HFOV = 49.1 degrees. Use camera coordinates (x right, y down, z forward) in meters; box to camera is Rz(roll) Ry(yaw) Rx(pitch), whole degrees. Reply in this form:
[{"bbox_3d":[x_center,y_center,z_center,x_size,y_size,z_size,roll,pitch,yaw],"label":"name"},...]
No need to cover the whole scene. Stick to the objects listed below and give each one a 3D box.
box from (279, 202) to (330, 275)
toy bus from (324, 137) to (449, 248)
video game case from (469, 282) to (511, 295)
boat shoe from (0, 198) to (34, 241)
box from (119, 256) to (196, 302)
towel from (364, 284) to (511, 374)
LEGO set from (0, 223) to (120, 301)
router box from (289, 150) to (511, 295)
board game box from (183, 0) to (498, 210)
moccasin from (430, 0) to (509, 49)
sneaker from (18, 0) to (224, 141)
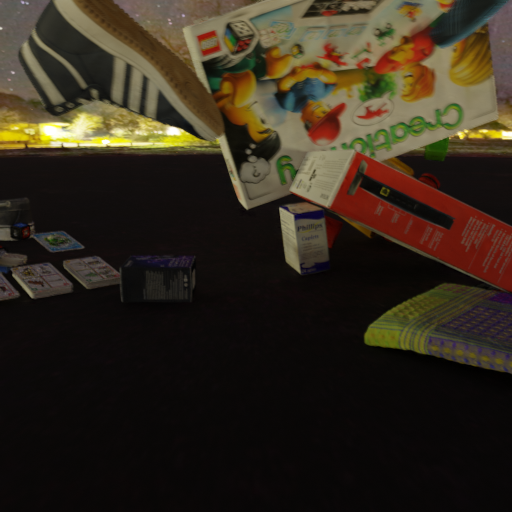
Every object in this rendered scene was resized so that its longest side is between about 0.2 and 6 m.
[{"bbox_3d":[0.743,-0.291,8.670,0.498,0.949,0.873,-11,15,-10],"label":"box"},{"bbox_3d":[2.373,-1.108,10.931,2.732,2.895,1.496,-6,-18,6],"label":"toy bus"},{"bbox_3d":[3.148,0.513,7.116,0.938,0.120,0.848,-8,15,-37],"label":"video game case"},{"bbox_3d":[-5.845,-0.874,11.281,2.867,0.972,1.028,3,13,15],"label":"boat shoe"},{"bbox_3d":[-1.256,0.292,7.282,0.904,0.472,0.669,0,13,-2],"label":"box"},{"bbox_3d":[2.768,0.817,5.335,2.914,0.332,2.093,10,17,41],"label":"towel"},{"bbox_3d":[-3.504,0.170,8.234,2.012,0.661,2.693,-10,27,-40],"label":"LEGO set"},{"bbox_3d":[1.977,-0.569,7.705,2.657,0.723,2.961,24,7,-8],"label":"router box"},{"bbox_3d":[1.492,-2.901,9.012,4.619,2.916,0.799,-21,25,-4],"label":"board game box"},{"bbox_3d":[2.505,-3.031,6.004,0.595,1.746,0.703,35,46,-14],"label":"moccasin"},{"bbox_3d":[-1.722,-2.120,7.225,1.426,2.629,0.922,-34,41,25],"label":"sneaker"}]
